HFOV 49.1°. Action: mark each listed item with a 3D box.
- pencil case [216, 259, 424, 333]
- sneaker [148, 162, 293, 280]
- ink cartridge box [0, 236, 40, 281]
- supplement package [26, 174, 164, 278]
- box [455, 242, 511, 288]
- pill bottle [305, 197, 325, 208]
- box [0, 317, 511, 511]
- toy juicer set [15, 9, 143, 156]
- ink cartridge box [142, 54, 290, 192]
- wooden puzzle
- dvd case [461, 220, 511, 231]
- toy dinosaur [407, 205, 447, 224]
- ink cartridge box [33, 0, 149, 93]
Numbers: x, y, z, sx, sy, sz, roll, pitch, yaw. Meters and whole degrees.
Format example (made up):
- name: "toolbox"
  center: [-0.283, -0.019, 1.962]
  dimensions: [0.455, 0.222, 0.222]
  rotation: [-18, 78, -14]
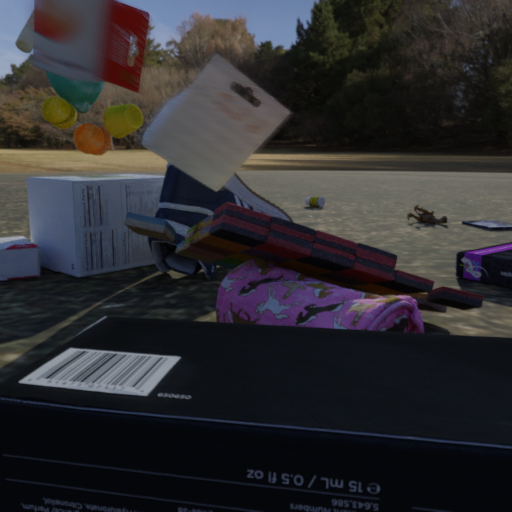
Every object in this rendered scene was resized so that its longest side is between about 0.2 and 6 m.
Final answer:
- name: "pencil case"
  center: [0.408, 0.517, 4.316]
  dimensions: [0.807, 0.772, 1.865]
  rotation: [-1, 8, -35]
- name: "sneaker"
  center: [-0.458, -0.230, 8.198]
  dimensions: [1.026, 1.587, 2.926]
  rotation: [4, -19, 35]
- name: "ink cartridge box"
  center: [-3.486, 0.031, 7.701]
  dimensions: [0.795, 0.461, 1.077]
  rotation: [-6, 10, -31]
- name: "supplement package"
  center: [-2.252, -0.534, 8.370]
  dimensions: [1.329, 1.319, 1.751]
  rotation: [10, 14, 42]
- name: "box"
  center: [3.977, 0.189, 7.047]
  dimensions: [1.629, 0.411, 2.278]
  rotation: [-8, 12, -35]
- name: "pill bottle"
  center: [1.777, -1.641, 16.992]
  dimensions: [0.327, 0.327, 0.588]
  rotation: [-10, 13, -44]
- name: "box"
  center: [0.305, 0.838, 1.396]
  dimensions: [1.705, 1.203, 0.672]
  rotation: [2, 10, 11]
- name: "toy juicer set"
  center: [-3.486, -3.215, 10.222]
  dimensions: [0.841, 3.092, 1.967]
  rotation: [-6, 37, 33]
- name: "ink cartridge box"
  center: [-0.415, -1.329, 5.641]
  dimensions: [0.964, 1.198, 0.300]
  rotation: [31, 28, -29]
- name: "wooden puzzle"
  center: [0.363, 0.046, 5.343]
  dimensions: [3.227, 0.227, 1.913]
  rotation: [17, -10, -16]
- name: "dvd case"
  center: [5.303, -0.694, 12.569]
  dimensions: [0.870, 0.093, 1.170]
  rotation: [-2, 11, -10]
- name: "toy dinosaur"
  center: [4.002, -0.952, 13.442]
  dimensions: [0.761, 0.433, 1.433]
  rotation: [18, 12, -21]
- name: "ink cartridge box"
  center: [-1.120, -1.439, 3.746]
  dimensions: [0.723, 0.587, 0.181]
  rotation: [21, 38, 1]
